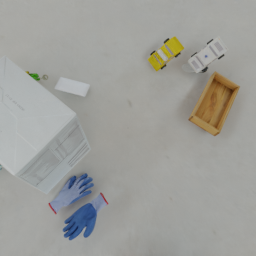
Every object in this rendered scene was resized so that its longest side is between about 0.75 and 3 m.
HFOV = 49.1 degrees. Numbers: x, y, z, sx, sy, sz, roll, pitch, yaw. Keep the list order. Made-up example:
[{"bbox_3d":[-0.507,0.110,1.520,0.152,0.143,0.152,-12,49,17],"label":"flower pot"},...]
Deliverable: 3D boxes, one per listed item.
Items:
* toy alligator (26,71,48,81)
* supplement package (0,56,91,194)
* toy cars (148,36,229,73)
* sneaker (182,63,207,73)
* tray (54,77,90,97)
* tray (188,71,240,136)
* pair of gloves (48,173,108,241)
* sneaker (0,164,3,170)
[{"bbox_3d":[-3.179,-1.652,9.192,1.566,0.464,0.425,-3,32,21],"label":"toy alligator"},{"bbox_3d":[-2.666,0.083,7.498,2.509,2.624,1.930,39,73,15],"label":"supplement package"},{"bbox_3d":[1.835,-2.344,9.038,2.615,0.579,1.172,7,111,20],"label":"toy cars"},{"bbox_3d":[2.321,-2.054,9.676,0.899,0.446,0.318,13,102,34],"label":"sneaker"},{"bbox_3d":[-1.863,-1.356,9.397,1.065,0.118,0.572,15,56,2],"label":"tray"},{"bbox_3d":[2.744,-0.794,8.846,0.971,0.365,1.969,32,64,1],"label":"tray"},{"bbox_3d":[-1.348,2.124,7.664,1.469,0.208,1.828,-41,48,-8],"label":"pair of gloves"},{"bbox_3d":[-4.059,1.112,8.154,0.824,0.356,0.320,14,28,-33],"label":"sneaker"}]
